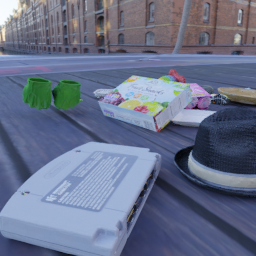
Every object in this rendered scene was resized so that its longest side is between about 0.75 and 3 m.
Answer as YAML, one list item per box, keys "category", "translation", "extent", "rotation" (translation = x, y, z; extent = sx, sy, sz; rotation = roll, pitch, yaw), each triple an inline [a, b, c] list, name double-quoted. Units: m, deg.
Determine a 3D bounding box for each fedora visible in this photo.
- category: "fedora"
  translation: [2.382, 0.293, 5.867]
  extent: [2.806, 1.282, 2.806]
  rotation: [0, 18, 0]

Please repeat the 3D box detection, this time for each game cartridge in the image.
- category: "game cartridge"
  translation: [-0.646, 1.016, 4.919]
  extent: [1.956, 0.594, 2.933]
  rotation: [9, 20, 16]

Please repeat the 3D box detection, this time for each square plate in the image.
- category: "square plate"
  translation: [2.370, -0.316, 9.419]
  extent: [1.584, 0.227, 1.599]
  rotation: [6, 19, 18]

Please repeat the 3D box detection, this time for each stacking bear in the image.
- category: "stacking bear"
  translation: [1.634, -1.957, 13.254]
  extent: [1.804, 1.026, 1.095]
  rotation: [-21, 53, -26]

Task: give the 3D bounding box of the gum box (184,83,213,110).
- category: "gum box"
  translation: [2.163, -1.185, 10.861]
  extent: [1.975, 0.653, 1.121]
  rotation: [-6, 36, -24]

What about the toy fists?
- category: "toy fists"
  translation: [-2.750, -1.217, 10.230]
  extent: [2.131, 1.086, 0.733]
  rotation: [-2, 26, -36]

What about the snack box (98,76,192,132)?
- category: "snack box"
  translation: [0.544, -0.934, 9.530]
  extent: [2.655, 0.703, 1.888]
  rotation: [19, 48, 43]

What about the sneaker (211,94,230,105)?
- category: "sneaker"
  translation: [3.835, -1.270, 12.000]
  extent: [1.129, 0.441, 0.510]
  rotation: [15, 21, 40]

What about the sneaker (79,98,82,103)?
- category: "sneaker"
  translation: [-2.233, -1.242, 11.524]
  extent: [0.804, 0.337, 0.309]
  rotation: [10, -10, 22]

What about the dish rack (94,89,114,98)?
- category: "dish rack"
  translation: [-0.921, -1.635, 13.355]
  extent: [1.280, 0.279, 1.098]
  rotation: [3, 19, 9]

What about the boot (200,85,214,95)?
- category: "boot"
  translation: [2.743, -1.495, 12.362]
  extent: [1.595, 0.636, 1.754]
  rotation: [-4, 5, 37]

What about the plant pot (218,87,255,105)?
- category: "plant pot"
  translation: [5.236, -1.385, 12.211]
  extent: [2.614, 0.359, 2.614]
  rotation: [4, 16, -1]
